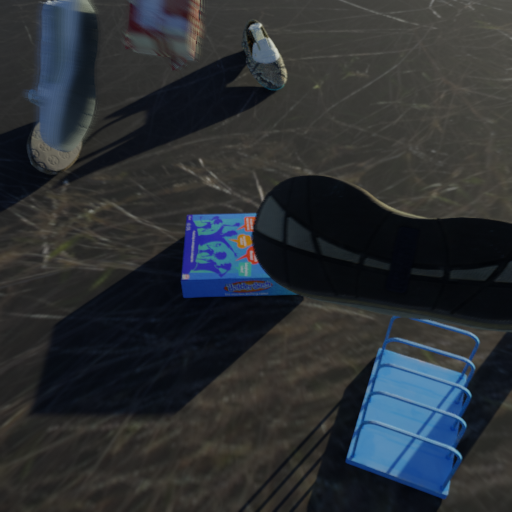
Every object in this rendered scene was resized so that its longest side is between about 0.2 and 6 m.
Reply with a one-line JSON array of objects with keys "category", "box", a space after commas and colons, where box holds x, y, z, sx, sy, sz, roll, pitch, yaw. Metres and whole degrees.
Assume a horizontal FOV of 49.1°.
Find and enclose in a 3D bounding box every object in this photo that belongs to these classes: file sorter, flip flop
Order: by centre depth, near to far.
[{"category": "flip flop", "box": [1.466, 0.025, 6.098, 3.442, 0.991, 1.396, 13, 77, 27]}, {"category": "file sorter", "box": [2.024, 1.809, 7.100, 1.248, 1.103, 1.798, 15, 48, 15]}]

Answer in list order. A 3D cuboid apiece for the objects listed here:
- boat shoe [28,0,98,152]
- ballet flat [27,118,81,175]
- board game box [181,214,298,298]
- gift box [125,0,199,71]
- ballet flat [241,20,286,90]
[{"category": "boat shoe", "box": [-3.103, -2.873, 8.895, 0.804, 0.925, 2.508, 2, 85, 12]}, {"category": "ballet flat", "box": [-4.234, -2.695, 11.832, 1.023, 0.704, 3.036, 25, 41, -33]}, {"category": "board game box", "box": [-0.172, -0.044, 9.339, 2.044, 0.460, 1.554, -2, 46, -2]}, {"category": "gift box", "box": [-1.568, -3.884, 9.319, 1.223, 1.325, 1.238, 11, 5, -7]}, {"category": "ballet flat", "box": [0.109, -5.145, 13.946, 0.872, 0.968, 2.572, -13, 48, -6]}]
